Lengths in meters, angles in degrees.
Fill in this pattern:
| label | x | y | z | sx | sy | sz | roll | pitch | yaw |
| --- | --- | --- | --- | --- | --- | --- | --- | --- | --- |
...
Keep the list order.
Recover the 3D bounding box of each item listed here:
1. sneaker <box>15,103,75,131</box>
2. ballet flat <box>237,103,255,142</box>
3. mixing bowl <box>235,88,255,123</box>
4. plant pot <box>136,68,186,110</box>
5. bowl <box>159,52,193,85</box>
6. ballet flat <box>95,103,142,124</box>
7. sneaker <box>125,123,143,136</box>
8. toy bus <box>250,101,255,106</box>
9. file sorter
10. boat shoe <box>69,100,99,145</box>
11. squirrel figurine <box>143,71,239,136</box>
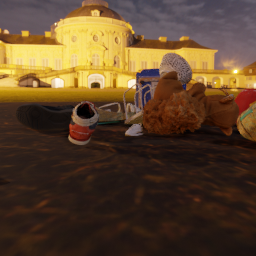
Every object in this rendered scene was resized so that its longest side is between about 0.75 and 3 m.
| label | x | y | z | sx | sy | sz | roll | pitch | yaw |
| --- | --- | --- | --- | --- | --- | --- | --- | --- | --- |
| sneaker | -2.491 | -0.370 | 9.316 | 2.235 | 0.855 | 1.280 | 2 | 5 | -9 |
| ballet flat | 3.793 | -0.141 | 5.766 | 2.925 | 1.034 | 1.034 | 2 | 7 | -3 |
| mixing bowl | 5.535 | -0.952 | 11.746 | 2.623 | 1.421 | 2.623 | -1 | 7 | 0 |
| plant pot | 1.792 | -1.992 | 15.683 | 2.676 | 2.676 | 2.406 | 3 | 13 | 17 |
| bowl | 1.607 | -1.995 | 10.234 | 0.646 | 1.376 | 1.376 | -46 | 29 | -23 |
| ballet flat | -0.199 | -0.565 | 10.814 | 2.536 | 0.896 | 0.896 | -1 | 7 | -12 |
| sneaker | 0.159 | 0.053 | 7.795 | 0.307 | 0.324 | 0.804 | 6 | 10 | 28 |
| toy bus | 5.009 | -0.454 | 8.579 | 0.824 | 0.991 | 2.531 | -26 | 15 | -16 |
| file sorter | 0.951 | -0.865 | 10.177 | 1.901 | 1.184 | 1.319 | -1 | -12 | -27 |
| boat shoe | -1.064 | -0.316 | 6.935 | 0.712 | 0.626 | 2.001 | 11 | 25 | -6 |
| squirrel figurine | 1.779 | -0.427 | 7.887 | 2.349 | 1.781 | 2.517 | 17 | 29 | 32 |
